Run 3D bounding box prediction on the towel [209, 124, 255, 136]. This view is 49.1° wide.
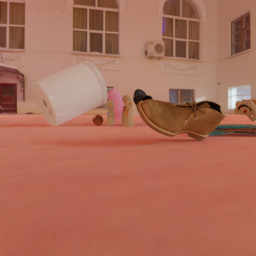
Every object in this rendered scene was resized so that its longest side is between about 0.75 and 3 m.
[{"bbox_3d":[2.437,0.023,6.771,1.628,0.241,2.220,1,2,2],"label":"towel"}]

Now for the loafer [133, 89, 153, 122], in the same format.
[{"bbox_3d":[0.721,-1.003,11.035,0.715,0.739,2.105,7,35,-20],"label":"loafer"}]

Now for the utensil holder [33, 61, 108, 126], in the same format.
[{"bbox_3d":[-2.073,-1.234,10.011,2.070,1.759,1.759,-29,17,-28],"label":"utensil holder"}]

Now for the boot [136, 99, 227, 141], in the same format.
[{"bbox_3d":[0.894,-0.254,4.431,1.796,0.661,0.678,8,-38,-42],"label":"boot"}]

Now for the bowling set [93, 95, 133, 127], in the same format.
[{"bbox_3d":[-0.539,-0.647,10.141,1.477,1.140,2.123,0,3,-7],"label":"bowling set"}]

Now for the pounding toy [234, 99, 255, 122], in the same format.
[{"bbox_3d":[3.009,-0.451,6.648,0.495,0.493,0.863,-15,9,-20],"label":"pounding toy"}]

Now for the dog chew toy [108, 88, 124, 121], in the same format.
[{"bbox_3d":[-0.581,-1.256,14.791,1.077,1.730,1.077,-15,23,7],"label":"dog chew toy"}]
